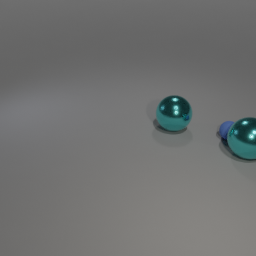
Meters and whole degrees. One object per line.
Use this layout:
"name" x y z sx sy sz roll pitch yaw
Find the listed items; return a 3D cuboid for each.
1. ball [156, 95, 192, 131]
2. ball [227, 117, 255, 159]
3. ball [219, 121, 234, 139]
"ball" 1.779 -0.568 10.839 1.400 1.400 1.400 0 30 0
"ball" 4.031 0.336 9.290 1.400 1.400 1.400 0 30 0
"ball" 3.755 0.087 10.388 0.700 0.700 0.700 0 30 0
